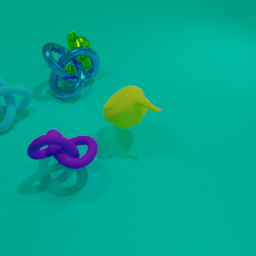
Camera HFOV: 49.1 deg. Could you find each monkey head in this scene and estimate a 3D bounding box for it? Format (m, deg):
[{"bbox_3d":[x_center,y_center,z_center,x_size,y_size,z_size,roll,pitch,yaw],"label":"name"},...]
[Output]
[{"bbox_3d":[-1.929,-2.728,10.432,1.369,1.903,1.147,-35,84,-5],"label":"monkey head"}]

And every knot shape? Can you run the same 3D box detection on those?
[{"bbox_3d":[-3.818,-0.667,8.260,0.817,1.769,1.656,24,89,48],"label":"knot shape"},{"bbox_3d":[-2.084,-2.129,9.478,1.897,0.937,2.027,44,72,-12],"label":"knot shape"},{"bbox_3d":[-1.487,0.509,6.888,1.525,0.753,1.629,11,4,16],"label":"knot shape"}]

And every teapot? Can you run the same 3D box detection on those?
[{"bbox_3d":[0.034,-0.503,7.606,2.027,0.993,1.260,-13,33,52],"label":"teapot"}]
